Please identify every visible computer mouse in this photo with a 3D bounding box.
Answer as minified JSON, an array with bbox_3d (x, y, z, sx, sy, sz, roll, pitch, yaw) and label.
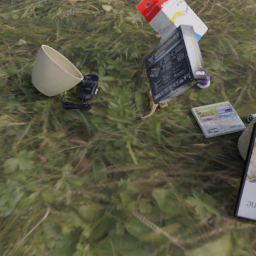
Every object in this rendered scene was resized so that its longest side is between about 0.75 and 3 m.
[{"bbox_3d":[-1.774,-1.284,10.462,1.270,0.416,1.808,2,54,9],"label":"computer mouse"}]

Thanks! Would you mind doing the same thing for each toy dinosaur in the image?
[{"bbox_3d":[0.964,-0.837,10.099,0.851,0.484,1.602,-14,41,17],"label":"toy dinosaur"}]

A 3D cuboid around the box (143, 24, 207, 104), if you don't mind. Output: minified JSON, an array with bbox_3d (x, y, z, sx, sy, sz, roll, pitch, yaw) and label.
[{"bbox_3d":[1.193,-1.633,7.585,0.447,1.848,1.463,-5,76,-30],"label":"box"}]

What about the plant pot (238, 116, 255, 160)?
[{"bbox_3d":[4.602,-0.066,7.969,2.147,2.292,2.147,3,42,-3],"label":"plant pot"}]

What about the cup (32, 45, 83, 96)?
[{"bbox_3d":[-2.751,-1.926,10.233,1.287,1.800,1.800,-46,55,14],"label":"cup"}]

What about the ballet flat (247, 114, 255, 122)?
[{"bbox_3d":[4.660,-0.368,9.684,1.006,0.373,0.373,-6,50,-5],"label":"ballet flat"}]

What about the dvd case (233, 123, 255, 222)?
[{"bbox_3d":[3.930,1.278,7.200,1.848,2.591,0.227,11,8,9],"label":"dvd case"}]

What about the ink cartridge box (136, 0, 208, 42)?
[{"bbox_3d":[1.615,-4.004,10.224,2.435,0.819,1.415,44,55,-10],"label":"ink cartridge box"}]

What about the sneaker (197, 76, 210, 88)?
[{"bbox_3d":[2.704,-2.187,11.045,0.581,0.601,1.440,-31,56,-23],"label":"sneaker"}]

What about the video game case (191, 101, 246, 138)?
[{"bbox_3d":[3.127,-0.316,9.758,1.445,0.159,1.316,-11,51,-8],"label":"video game case"}]
